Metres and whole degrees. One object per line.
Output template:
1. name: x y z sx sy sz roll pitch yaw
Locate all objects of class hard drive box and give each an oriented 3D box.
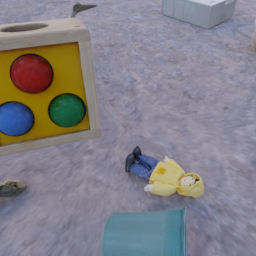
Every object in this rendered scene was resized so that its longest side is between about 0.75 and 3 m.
1. hard drive box: 3.335 -5.853 13.336 2.762 1.061 2.152 33 51 32

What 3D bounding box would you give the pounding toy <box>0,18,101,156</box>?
1. pounding toy: -1.861 -0.831 3.868 2.662 2.338 1.218 -11 31 -13

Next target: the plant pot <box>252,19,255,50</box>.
1. plant pot: 5.635 -3.474 10.053 1.934 2.112 2.112 13 41 32

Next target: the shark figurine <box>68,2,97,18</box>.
1. shark figurine: -1.890 -2.994 9.866 1.626 2.722 1.136 -2 -11 43

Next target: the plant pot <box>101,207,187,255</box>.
1. plant pot: 0.288 1.825 4.348 1.218 1.243 1.243 1 40 12

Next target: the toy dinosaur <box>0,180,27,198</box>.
1. toy dinosaur: -3.391 1.262 5.439 2.557 0.607 1.127 -21 51 -18

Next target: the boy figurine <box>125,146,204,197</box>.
1. boy figurine: 0.732 0.991 5.768 1.660 0.535 1.032 23 43 28
